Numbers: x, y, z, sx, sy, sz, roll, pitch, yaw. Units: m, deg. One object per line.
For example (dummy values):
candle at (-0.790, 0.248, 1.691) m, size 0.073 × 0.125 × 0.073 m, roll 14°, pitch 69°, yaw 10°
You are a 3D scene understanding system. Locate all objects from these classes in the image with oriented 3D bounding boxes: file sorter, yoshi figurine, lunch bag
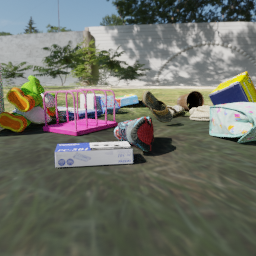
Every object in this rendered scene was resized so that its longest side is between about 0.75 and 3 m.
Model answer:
file sorter at (-1.376, -0.561, 8.300) m, size 1.302 × 1.175 × 1.873 m, roll 6°, pitch 12°, yaw 33°
yoshi figurine at (-3.167, -0.838, 8.829) m, size 1.505 × 1.499 × 2.677 m, roll -13°, pitch 11°, yaw 8°
lunch bag at (2.960, -0.155, 6.801) m, size 1.317 × 0.943 × 1.546 m, roll -4°, pitch 5°, yaw -23°
lunch bag at (-0.815, -1.057, 11.723) m, size 0.659 × 0.876 × 0.412 m, roll -6°, pitch -28°, yaw -30°

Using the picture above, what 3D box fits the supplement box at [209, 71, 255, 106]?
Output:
supplement box at (3.743, -1.119, 9.771) m, size 1.067 × 1.074 × 1.960 m, roll -24°, pitch 6°, yaw 35°

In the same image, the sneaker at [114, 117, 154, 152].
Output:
sneaker at (0.096, 0.166, 6.184) m, size 0.865 × 0.718 × 1.811 m, roll -9°, pitch 1°, yaw 10°

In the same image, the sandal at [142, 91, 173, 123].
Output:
sandal at (0.973, -0.643, 8.665) m, size 0.379 × 0.564 × 1.403 m, roll -8°, pitch -42°, yaw 48°

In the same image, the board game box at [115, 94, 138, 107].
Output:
board game box at (-0.254, -1.429, 14.591) m, size 1.362 × 0.359 × 1.780 m, roll -12°, pitch 12°, yaw -5°

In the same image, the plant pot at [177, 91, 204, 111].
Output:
plant pot at (2.720, -1.143, 12.433) m, size 0.950 × 0.950 × 0.940 m, roll -4°, pitch 4°, yaw -21°

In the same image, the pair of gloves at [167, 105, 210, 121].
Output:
pair of gloves at (2.349, -0.688, 11.017) m, size 2.561 × 0.449 × 2.177 m, roll 8°, pitch 13°, yaw 32°

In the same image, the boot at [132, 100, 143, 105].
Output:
boot at (0.546, -1.417, 15.451) m, size 0.767 × 0.277 × 0.579 m, roll -8°, pitch 10°, yaw -40°

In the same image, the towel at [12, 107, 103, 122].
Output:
towel at (-2.644, -0.581, 10.797) m, size 2.836 × 0.338 × 2.083 m, roll 5°, pitch 10°, yaw 18°

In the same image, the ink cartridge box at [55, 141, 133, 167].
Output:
ink cartridge box at (-0.619, 0.469, 5.130) m, size 1.349 × 0.298 × 0.634 m, roll -2°, pitch 10°, yaw -9°

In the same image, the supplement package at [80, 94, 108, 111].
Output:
supplement package at (-1.516, -1.103, 12.382) m, size 0.746 × 0.755 × 1.245 m, roll -7°, pitch 13°, yaw -35°

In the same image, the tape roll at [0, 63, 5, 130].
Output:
tape roll at (-5.019, -0.880, 7.875) m, size 2.842 × 1.952 × 2.842 m, roll 0°, pitch 11°, yaw 0°

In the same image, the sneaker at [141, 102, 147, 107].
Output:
sneaker at (1.068, -1.343, 14.649) m, size 0.445 × 0.423 × 1.122 m, roll 3°, pitch 10°, yaw 27°
